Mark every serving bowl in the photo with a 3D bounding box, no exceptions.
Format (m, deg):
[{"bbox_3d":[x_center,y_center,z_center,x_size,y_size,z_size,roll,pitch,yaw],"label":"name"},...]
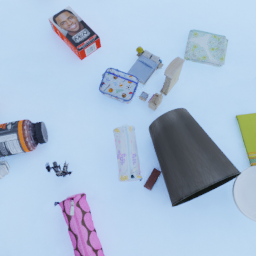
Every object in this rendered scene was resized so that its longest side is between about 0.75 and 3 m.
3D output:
[{"bbox_3d":[4.445,2.266,9.650,1.878,0.618,1.878,1,77,-2],"label":"serving bowl"}]

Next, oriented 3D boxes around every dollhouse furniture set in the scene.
[{"bbox_3d":[0.782,-2.227,11.043,2.151,1.404,2.031,34,72,13],"label":"dollhouse furniture set"}]

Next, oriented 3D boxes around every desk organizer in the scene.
[{"bbox_3d":[0.883,1.845,10.060,0.300,0.279,0.778,29,71,13],"label":"desk organizer"}]

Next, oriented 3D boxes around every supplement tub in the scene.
[{"bbox_3d":[-4.128,0.364,10.137,2.288,1.224,1.224,-11,69,-5],"label":"supplement tub"}]

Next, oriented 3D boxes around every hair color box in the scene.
[{"bbox_3d":[-2.303,-4.131,12.164,1.150,0.694,2.267,-39,73,-13],"label":"hair color box"}]

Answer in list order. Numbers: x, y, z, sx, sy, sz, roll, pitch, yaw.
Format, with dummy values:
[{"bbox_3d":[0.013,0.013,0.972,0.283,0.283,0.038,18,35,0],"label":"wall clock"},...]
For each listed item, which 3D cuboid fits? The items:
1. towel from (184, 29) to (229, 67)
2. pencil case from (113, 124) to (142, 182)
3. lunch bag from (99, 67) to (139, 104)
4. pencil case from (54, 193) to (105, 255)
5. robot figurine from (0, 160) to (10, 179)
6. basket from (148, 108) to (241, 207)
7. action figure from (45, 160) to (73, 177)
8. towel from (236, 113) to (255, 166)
[{"bbox_3d":[3.381,-3.442,12.047,1.740,0.419,1.490,12,68,5],"label":"towel"},{"bbox_3d":[-0.032,0.918,9.895,0.841,0.918,2.024,-9,75,5],"label":"pencil case"},{"bbox_3d":[-0.376,-1.728,11.166,1.517,0.573,1.215,22,85,6],"label":"lunch bag"},{"bbox_3d":[-1.476,3.348,8.992,1.104,1.140,2.433,-17,71,-22],"label":"pencil case"},{"bbox_3d":[-4.893,1.551,9.923,1.286,0.726,1.091,-14,30,-5],"label":"robot figurine"},{"bbox_3d":[2.017,0.867,9.637,2.532,1.910,2.808,-22,67,-8],"label":"basket"},{"bbox_3d":[-2.362,1.402,9.760,0.671,1.129,0.576,-9,70,12],"label":"action figure"},{"bbox_3d":[4.903,0.600,10.602,1.075,0.225,2.497,-6,68,-6],"label":"towel"}]
